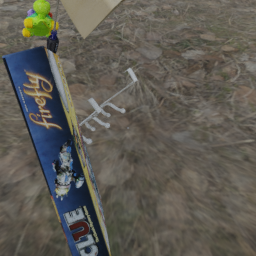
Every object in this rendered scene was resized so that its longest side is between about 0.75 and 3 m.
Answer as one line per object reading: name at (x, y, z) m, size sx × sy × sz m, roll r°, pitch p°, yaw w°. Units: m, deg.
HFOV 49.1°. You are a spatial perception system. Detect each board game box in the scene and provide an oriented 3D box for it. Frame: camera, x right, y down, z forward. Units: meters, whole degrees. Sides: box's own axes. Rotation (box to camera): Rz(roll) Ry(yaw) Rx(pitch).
board game box at (-0.797, 0.269, 3.615) m, size 0.418 × 2.417 × 1.638 m, roll -16°, pitch 13°, yaw -6°

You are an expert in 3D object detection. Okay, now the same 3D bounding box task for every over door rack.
over door rack at (-0.454, -0.273, 5.188) m, size 0.509 × 1.529 × 1.130 m, roll 45°, pitch 55°, yaw 0°

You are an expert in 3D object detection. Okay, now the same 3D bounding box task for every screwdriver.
screwdriver at (-0.940, -1.343, 3.689) m, size 0.172 × 1.179 × 0.164 m, roll -18°, pitch 76°, yaw -30°

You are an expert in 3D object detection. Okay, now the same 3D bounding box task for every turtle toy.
turtle toy at (-2.525, -3.128, 8.090) m, size 0.969 × 1.330 × 0.672 m, roll -4°, pitch 78°, yaw -26°

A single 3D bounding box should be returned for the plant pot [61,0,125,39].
plant pot at (-0.802, -3.884, 7.159) m, size 2.026 × 1.794 × 2.024 m, roll -52°, pitch 19°, yaw -22°
